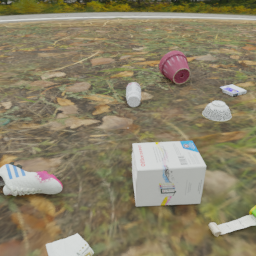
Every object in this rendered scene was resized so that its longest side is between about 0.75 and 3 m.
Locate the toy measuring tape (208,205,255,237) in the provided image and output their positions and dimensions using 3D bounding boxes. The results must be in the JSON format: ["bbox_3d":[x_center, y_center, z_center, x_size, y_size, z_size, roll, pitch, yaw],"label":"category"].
[{"bbox_3d":[3.300,1.924,6.812,2.777,1.021,1.021,-8,30,-14],"label":"toy measuring tape"}]

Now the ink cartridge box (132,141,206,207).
[{"bbox_3d":[1.027,1.232,7.713,1.772,1.281,1.304,-2,29,-3],"label":"ink cartridge box"}]

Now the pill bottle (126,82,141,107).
[{"bbox_3d":[0.267,-1.591,13.407,0.715,0.715,1.261,0,37,1],"label":"pill bottle"}]

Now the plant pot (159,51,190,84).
[{"bbox_3d":[2.764,-3.319,15.905,1.648,1.648,1.475,-7,44,-13],"label":"plant pot"}]

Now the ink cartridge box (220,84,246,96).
[{"bbox_3d":[5.488,-1.976,14.683,0.969,0.212,0.978,-14,34,-24],"label":"ink cartridge box"}]

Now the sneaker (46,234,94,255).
[{"bbox_3d":[-1.065,2.764,5.686,0.880,0.561,1.522,-17,32,-22],"label":"sneaker"}]

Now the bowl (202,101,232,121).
[{"bbox_3d":[3.911,-0.821,12.199,1.254,0.589,1.254,1,29,0],"label":"bowl"}]

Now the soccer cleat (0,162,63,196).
[{"bbox_3d":[-2.835,1.601,7.777,2.139,0.747,0.924,9,42,24],"label":"soccer cleat"}]
